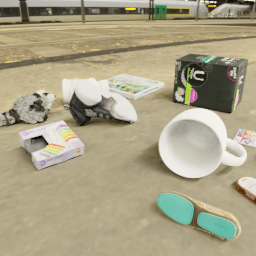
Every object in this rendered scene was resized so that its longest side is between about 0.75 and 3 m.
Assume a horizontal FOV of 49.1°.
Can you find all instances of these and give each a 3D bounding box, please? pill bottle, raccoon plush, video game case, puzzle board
[{"bbox_3d":[-1.883,-1.668,12.568,1.992,1.139,1.139,-3,26,-6],"label":"pill bottle"},{"bbox_3d":[-4.128,-0.925,11.178,2.473,1.197,1.657,-5,18,-9],"label":"raccoon plush"},{"bbox_3d":[0.024,-2.225,14.706,2.846,0.313,2.595,20,32,34],"label":"video game case"},{"bbox_3d":[4.147,0.331,9.641,0.837,0.097,1.111,14,30,28],"label":"puzzle board"}]

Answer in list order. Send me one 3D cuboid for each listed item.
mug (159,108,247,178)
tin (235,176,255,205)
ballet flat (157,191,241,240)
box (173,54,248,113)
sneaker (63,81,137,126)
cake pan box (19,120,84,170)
[{"bbox_3d":[2.216,0.382,7.917,2.253,1.664,1.976,25,25,16],"label":"mug"},{"bbox_3d":[3.219,1.583,6.901,0.668,0.250,1.192,-10,27,-29],"label":"tin"},{"bbox_3d":[1.506,1.861,6.068,1.835,0.647,0.599,21,6,31],"label":"ballet flat"},{"bbox_3d":[3.600,-2.065,12.377,2.715,2.016,1.687,15,30,29],"label":"box"},{"bbox_3d":[-1.047,-0.649,10.537,2.705,1.540,1.021,25,44,-30],"label":"sneaker"},{"bbox_3d":[-2.358,0.473,8.528,1.568,0.410,1.444,-18,43,-33],"label":"cake pan box"}]
